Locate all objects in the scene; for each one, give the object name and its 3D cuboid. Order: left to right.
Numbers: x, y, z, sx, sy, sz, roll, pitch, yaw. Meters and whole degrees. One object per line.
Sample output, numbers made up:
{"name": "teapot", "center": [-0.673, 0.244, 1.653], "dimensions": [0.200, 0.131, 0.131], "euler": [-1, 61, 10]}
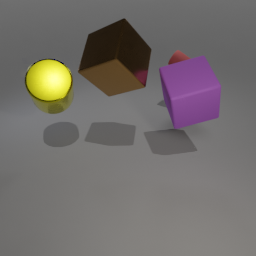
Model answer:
{"name": "cylinder", "center": [-2.463, -1.286, 8.983], "dimensions": [1.400, 1.400, 1.400], "euler": [-6, -10, -11]}
{"name": "cube", "center": [-0.338, -1.942, 8.021], "dimensions": [1.400, 1.400, 1.400], "euler": [-9, 60, 36]}
{"name": "cylinder", "center": [2.121, -2.689, 11.424], "dimensions": [0.700, 0.700, 0.700], "euler": [38, 41, 11]}
{"name": "cube", "center": [1.839, -1.055, 8.414], "dimensions": [1.400, 1.400, 1.400], "euler": [-15, 51, 3]}
